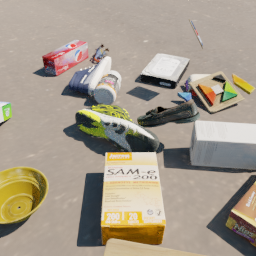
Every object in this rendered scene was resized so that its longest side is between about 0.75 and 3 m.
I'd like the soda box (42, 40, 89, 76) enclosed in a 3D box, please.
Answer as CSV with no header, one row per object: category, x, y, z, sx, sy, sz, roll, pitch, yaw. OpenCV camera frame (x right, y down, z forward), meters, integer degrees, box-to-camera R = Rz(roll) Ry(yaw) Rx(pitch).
soda box,-2.790,-3.247,12.778,0.737,0.813,2.324,20,43,23

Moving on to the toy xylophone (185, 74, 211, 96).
toy xylophone,3.147,-1.649,11.070,1.724,0.433,1.262,7,54,6

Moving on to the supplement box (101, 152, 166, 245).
supplement box,0.083,1.598,6.763,1.377,0.803,2.185,-1,38,-2

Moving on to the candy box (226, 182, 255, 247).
candy box,3.532,1.837,6.604,2.318,0.654,1.352,-30,47,-34

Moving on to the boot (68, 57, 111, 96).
boot,-1.497,-2.280,11.496,1.109,0.893,2.456,13,41,7

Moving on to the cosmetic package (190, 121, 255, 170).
cosmetic package,2.860,0.500,7.898,2.052,1.104,0.870,4,41,3

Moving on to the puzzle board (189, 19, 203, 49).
puzzle board,2.373,-3.233,9.661,0.085,0.971,0.732,-25,-5,20

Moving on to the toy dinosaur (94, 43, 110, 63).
toy dinosaur,-1.356,-3.514,13.560,1.332,0.700,1.209,-17,34,54

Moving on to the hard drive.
hard drive,1.660,-2.565,12.252,1.585,0.429,2.269,16,41,19

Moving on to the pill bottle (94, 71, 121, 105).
pill bottle,-0.730,-1.566,10.679,0.843,0.843,1.449,6,39,8

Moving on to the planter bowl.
planter bowl,-2.680,1.739,6.705,1.629,0.678,1.629,0,40,0

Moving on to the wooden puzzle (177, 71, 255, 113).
wooden puzzle,3.332,-1.425,10.494,2.607,0.305,1.759,-28,61,-17

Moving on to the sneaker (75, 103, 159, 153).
sneaker,-0.249,-0.164,8.729,2.951,1.099,1.249,22,44,25

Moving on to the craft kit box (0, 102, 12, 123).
craft kit box,-5.517,-0.363,8.653,2.694,0.654,2.661,4,14,6

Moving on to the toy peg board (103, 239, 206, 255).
toy peg board,0.802,3.523,4.270,2.809,1.374,2.798,6,55,10

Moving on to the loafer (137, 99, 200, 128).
loafer,1.117,-0.460,8.310,2.012,0.633,0.723,-6,24,34
